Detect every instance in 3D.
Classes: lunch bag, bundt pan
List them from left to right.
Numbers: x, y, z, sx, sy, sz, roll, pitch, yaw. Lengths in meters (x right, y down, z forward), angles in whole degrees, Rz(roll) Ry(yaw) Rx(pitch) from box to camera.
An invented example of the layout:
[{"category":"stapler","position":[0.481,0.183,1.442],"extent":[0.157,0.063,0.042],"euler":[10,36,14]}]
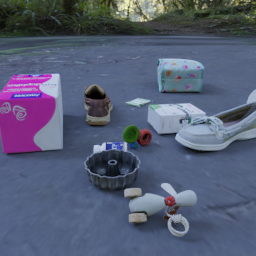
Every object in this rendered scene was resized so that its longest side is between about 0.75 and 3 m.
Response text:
[{"category":"bundt pan","position":[-0.323,0.896,5.853],"extent":[1.166,0.438,1.166],"euler":[1,24,0]},{"category":"lunch bag","position":[2.358,-2.562,13.127],"extent":[1.951,1.396,2.290],"euler":[-1,28,1]}]

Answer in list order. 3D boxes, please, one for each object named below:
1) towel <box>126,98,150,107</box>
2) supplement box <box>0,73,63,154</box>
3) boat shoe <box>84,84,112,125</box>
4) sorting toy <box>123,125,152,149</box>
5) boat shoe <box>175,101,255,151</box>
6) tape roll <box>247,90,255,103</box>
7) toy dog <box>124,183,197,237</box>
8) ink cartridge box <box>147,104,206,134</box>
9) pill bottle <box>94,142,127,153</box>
[{"category":"towel","position":[0.398,-1.017,11.010],"extent":[0.656,0.101,0.860],"euler":[15,26,33]},{"category":"supplement box","position":[-2.667,-0.569,8.093],"extent":[1.473,1.505,2.911],"euler":[-4,24,-12]},{"category":"boat shoe","position":[-1.065,-1.029,9.798],"extent":[1.028,1.025,2.849],"euler":[-1,22,-3]},{"category":"sorting toy","position":[0.167,0.216,7.355],"extent":[0.960,0.577,0.394],"euler":[17,6,-36]},{"category":"boat shoe","position":[2.573,-0.096,7.622],"extent":[2.930,0.940,1.080],"euler":[-10,24,-23]},{"category":"tape roll","position":[4.383,-0.612,8.418],"extent":[0.902,1.314,1.314],"euler":[-9,24,-21]},{"category":"toy dog","position":[0.517,1.303,4.749],"extent":[1.198,0.790,0.577],"euler":[11,-14,14]},{"category":"ink cartridge box","position":[1.455,-0.312,8.524],"extent":[1.453,0.613,1.062],"euler":[-4,23,-16]},{"category":"pill bottle","position":[-0.408,0.575,6.619],"extent":[0.770,0.461,0.461],"euler":[-2,22,-1]}]
